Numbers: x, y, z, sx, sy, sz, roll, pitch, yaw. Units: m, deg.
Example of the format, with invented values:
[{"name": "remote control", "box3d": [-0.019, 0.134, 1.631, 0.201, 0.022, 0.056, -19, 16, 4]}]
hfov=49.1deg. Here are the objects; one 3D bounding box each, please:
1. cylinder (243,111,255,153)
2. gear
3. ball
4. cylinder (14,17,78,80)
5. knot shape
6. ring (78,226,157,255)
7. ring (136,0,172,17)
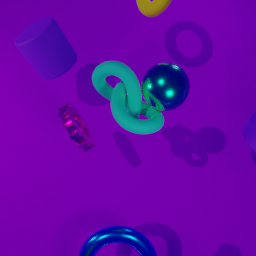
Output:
[{"name": "cylinder", "box3d": [3.215, -0.094, 5.621, 1.266, 1.266, 1.266, 11, 45, -12]}, {"name": "gear", "box3d": [-1.142, -0.013, 6.350, 0.217, 1.173, 1.173, -31, 79, 6]}, {"name": "ball", "box3d": [0.659, -0.723, 4.930, 0.847, 0.847, 0.847, 0, 78, 0]}, {"name": "cylinder", "box3d": [-2.020, -1.974, 7.004, 1.119, 1.119, 1.119, -18, 42, 17]}, {"name": "knot shape", "box3d": [0.055, -0.429, 5.155, 0.722, 1.563, 1.462, -36, 54, 3]}, {"name": "ring", "box3d": [-0.229, 3.052, 6.280, 1.809, 0.362, 1.809, 0, 99, 0]}, {"name": "ring", "box3d": [0.690, -3.543, 6.686, 0.338, 1.691, 1.691, 2, 76, -28]}]
